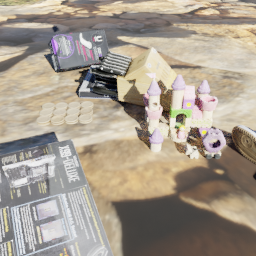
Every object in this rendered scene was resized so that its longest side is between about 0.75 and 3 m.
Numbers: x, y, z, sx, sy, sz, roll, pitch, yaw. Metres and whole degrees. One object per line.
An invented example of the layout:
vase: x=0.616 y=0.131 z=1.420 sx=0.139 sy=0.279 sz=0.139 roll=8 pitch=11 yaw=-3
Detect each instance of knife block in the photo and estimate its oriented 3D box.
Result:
knife block: x=0.218 y=-1.233 z=8.476 sx=2.352 sy=2.679 sz=0.857 roll=-22 pitch=36 yaw=44

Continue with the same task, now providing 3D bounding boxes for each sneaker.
sneaker: x=3.365 y=0.449 z=6.358 sx=1.029 sy=0.665 sz=1.897 roll=-24 pitch=46 yaw=-24

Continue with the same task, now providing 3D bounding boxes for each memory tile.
memory tile: x=-1.813 y=-0.439 z=8.241 sx=1.569 sy=0.132 sz=1.203 roll=-2 pitch=33 yaw=-4

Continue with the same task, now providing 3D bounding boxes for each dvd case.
dvd case: x=-0.035 y=-1.619 z=9.830 sx=2.946 sy=0.364 sz=2.214 roll=3 pitch=33 yaw=3

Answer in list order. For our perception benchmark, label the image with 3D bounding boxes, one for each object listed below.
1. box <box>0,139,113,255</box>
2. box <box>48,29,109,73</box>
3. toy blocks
box: x=-1.508 y=1.499 z=4.219 sx=2.077 sy=0.655 sz=2.633 roll=-14 pitch=50 yaw=-20
box: x=-1.870 y=-2.960 z=10.819 sx=2.024 sy=1.237 sz=1.073 roll=-15 pitch=8 yaw=-23
toy blocks: x=1.336 y=-0.510 z=6.923 sx=1.866 sy=1.681 sz=1.997 roll=1 pitch=33 yaw=0
